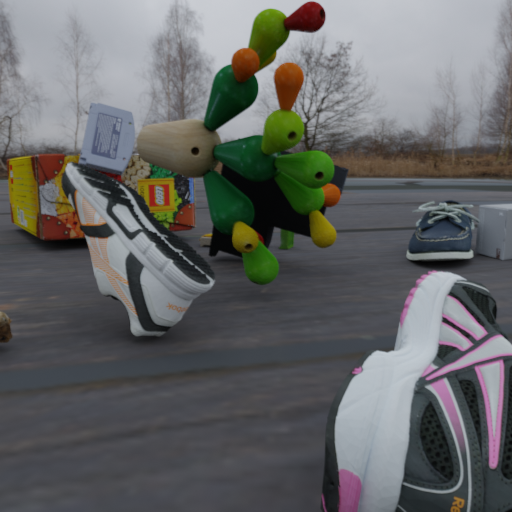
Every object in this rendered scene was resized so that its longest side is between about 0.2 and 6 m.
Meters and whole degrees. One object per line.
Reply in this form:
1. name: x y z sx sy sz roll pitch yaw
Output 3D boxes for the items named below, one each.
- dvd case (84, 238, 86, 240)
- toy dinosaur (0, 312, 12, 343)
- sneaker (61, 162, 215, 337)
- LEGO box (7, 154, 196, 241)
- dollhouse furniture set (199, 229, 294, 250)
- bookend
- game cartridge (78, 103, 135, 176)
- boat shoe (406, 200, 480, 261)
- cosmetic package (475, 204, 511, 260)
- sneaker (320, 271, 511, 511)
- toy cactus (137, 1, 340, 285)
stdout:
1. dvd case: -3.117 -0.551 12.302 1.433 0.154 1.927 4 11 22
2. toy dinosaur: -3.231 0.582 4.965 2.282 0.689 1.212 10 -11 24
3. sneaker: -1.371 -0.120 5.411 0.828 0.899 2.247 16 23 -52
4. LEGO box: -3.462 -1.372 12.006 2.980 1.544 4.001 -6 11 -30
5. dollhouse furniture set: -0.180 -0.509 10.529 1.751 0.676 0.875 4 10 21
6. bookend: 0.310 -0.665 8.698 1.784 1.773 0.822 16 36 7
7. game cartridge: -2.630 -2.081 10.025 0.873 1.312 0.268 10 -25 -16
8. boat shoe: 3.245 -0.468 9.588 1.099 0.908 2.936 5 11 27
9. cosmetic package: 4.647 -0.441 9.561 1.666 0.890 0.751 -1 11 -17
10. sneaker: 1.168 0.799 3.027 0.983 0.915 2.278 16 25 24
11. toy cactus: -0.204 -1.289 6.605 2.544 3.083 1.576 12 30 28
